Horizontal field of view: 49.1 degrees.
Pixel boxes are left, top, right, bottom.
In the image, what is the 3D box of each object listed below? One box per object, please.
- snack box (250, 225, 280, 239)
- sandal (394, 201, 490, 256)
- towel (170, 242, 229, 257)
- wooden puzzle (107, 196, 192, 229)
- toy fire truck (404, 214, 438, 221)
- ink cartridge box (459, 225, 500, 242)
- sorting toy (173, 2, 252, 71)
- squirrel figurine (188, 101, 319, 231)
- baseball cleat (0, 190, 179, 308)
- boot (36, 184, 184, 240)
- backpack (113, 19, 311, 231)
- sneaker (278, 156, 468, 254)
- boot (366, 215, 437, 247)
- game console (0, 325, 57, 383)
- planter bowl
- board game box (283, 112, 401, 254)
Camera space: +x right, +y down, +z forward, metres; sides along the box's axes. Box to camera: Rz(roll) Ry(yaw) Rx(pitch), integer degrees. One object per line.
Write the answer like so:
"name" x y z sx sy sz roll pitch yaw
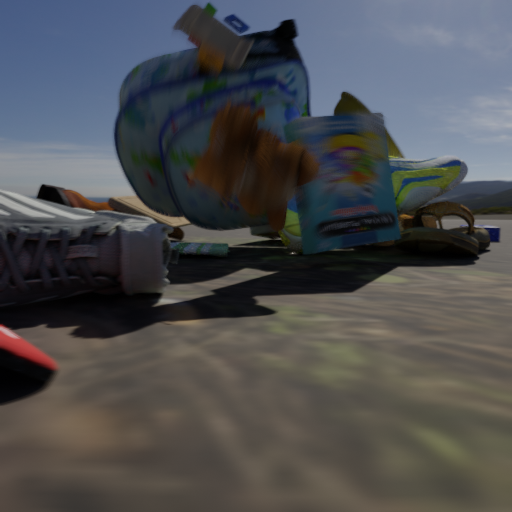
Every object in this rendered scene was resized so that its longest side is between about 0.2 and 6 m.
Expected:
"snack box" 1.260 -0.874 12.563 2.470 0.654 1.757 -9 -5 17
"sandal" 3.142 -0.473 9.228 1.268 0.852 3.156 3 5 32
"towel" -1.270 -0.078 8.590 1.695 0.198 1.293 1 5 -1
"wooden puzzle" -2.359 -0.988 12.986 1.625 0.327 1.756 24 17 10
"toy fire truck" 3.867 -0.756 13.772 1.358 0.874 1.195 17 13 34
"ink cartridge box" 5.342 -0.554 13.464 0.738 0.347 1.571 2 5 14
"sorting toy" -0.717 -3.541 9.177 1.206 0.292 2.142 29 40 -12
"squirrel figurine" -0.142 -0.881 5.286 1.045 1.120 0.792 2 -36 -34
"baseball cleat" -1.476 -0.080 3.973 1.401 0.918 2.633 2 6 23
"boot" -3.100 -0.622 12.408 3.122 1.069 2.939 14 4 -31
"backpack" -0.770 -2.235 10.770 3.717 3.401 2.731 -9 44 1
"sneaker" 1.748 -1.393 9.061 3.429 1.801 1.299 -22 -6 -17
"boot" 2.101 -0.497 10.667 2.275 0.801 1.629 2 -5 -29
"game console" -1.479 0.463 2.301 0.898 0.618 1.042 35 -17 -34
"planter bowl" 2.000 -1.999 11.034 0.962 2.309 2.309 -37 3 4
"board game box" 1.129 -0.951 7.261 1.272 1.686 0.396 -9 1 -21
